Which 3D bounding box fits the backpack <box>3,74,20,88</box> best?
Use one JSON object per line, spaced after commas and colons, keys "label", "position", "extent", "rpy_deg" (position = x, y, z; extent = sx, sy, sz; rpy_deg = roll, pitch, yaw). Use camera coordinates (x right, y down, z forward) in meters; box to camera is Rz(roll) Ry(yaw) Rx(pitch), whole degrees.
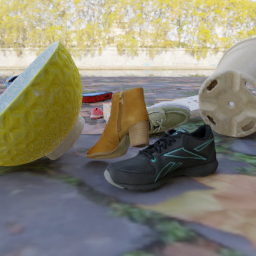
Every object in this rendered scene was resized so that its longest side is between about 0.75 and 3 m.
{"label": "backpack", "position": [-3.986, -1.561, 12.119], "extent": [2.194, 1.617, 2.404], "rpy_deg": [6, 13, 23]}

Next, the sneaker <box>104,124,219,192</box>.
{"label": "sneaker", "position": [0.627, 0.460, 4.924], "extent": [2.264, 0.897, 0.854], "rpy_deg": [-9, 19, -28]}

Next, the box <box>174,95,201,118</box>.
{"label": "box", "position": [2.335, -0.786, 10.387], "extent": [1.853, 0.337, 1.338], "rpy_deg": [-13, 24, -22]}

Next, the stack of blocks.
{"label": "stack of blocks", "position": [-0.039, -0.467, 9.580], "extent": [1.203, 0.612, 2.089], "rpy_deg": [-4, 13, -17]}

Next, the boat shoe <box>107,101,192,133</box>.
{"label": "boat shoe", "position": [0.664, -0.150, 8.106], "extent": [2.534, 0.912, 0.786], "rpy_deg": [-9, 32, -6]}

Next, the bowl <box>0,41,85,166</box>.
{"label": "bowl", "position": [-1.815, -0.224, 5.757], "extent": [1.521, 2.827, 2.827], "rpy_deg": [43, -7, -25]}

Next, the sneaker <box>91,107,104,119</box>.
{"label": "sneaker", "position": [-1.099, -0.610, 10.692], "extent": [0.350, 0.412, 0.949], "rpy_deg": [5, 13, 22]}

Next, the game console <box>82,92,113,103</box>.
{"label": "game console", "position": [-2.385, -1.828, 16.071], "extent": [2.373, 0.416, 2.683], "rpy_deg": [6, 14, 24]}

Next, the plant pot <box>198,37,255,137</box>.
{"label": "plant pot", "position": [3.393, -1.041, 8.182], "extent": [2.793, 2.793, 2.557], "rpy_deg": [10, 28, 38]}

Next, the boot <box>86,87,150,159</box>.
{"label": "boot", "position": [-0.248, -0.065, 5.554], "extent": [1.652, 1.183, 0.581], "rpy_deg": [-21, -23, 37]}

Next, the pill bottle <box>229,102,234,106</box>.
{"label": "pill bottle", "position": [4.515, -1.365, 12.386], "extent": [1.138, 1.138, 2.019], "rpy_deg": [4, 12, 17]}
